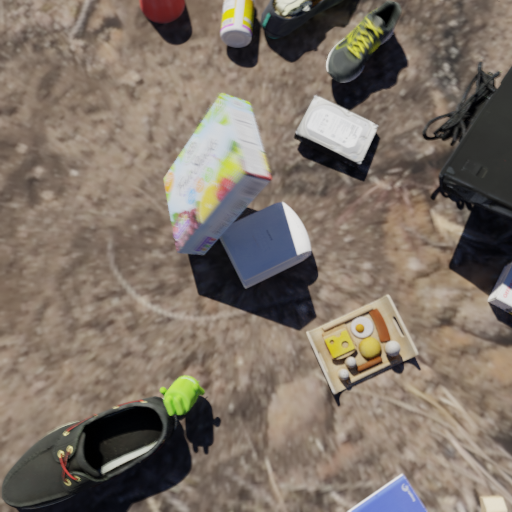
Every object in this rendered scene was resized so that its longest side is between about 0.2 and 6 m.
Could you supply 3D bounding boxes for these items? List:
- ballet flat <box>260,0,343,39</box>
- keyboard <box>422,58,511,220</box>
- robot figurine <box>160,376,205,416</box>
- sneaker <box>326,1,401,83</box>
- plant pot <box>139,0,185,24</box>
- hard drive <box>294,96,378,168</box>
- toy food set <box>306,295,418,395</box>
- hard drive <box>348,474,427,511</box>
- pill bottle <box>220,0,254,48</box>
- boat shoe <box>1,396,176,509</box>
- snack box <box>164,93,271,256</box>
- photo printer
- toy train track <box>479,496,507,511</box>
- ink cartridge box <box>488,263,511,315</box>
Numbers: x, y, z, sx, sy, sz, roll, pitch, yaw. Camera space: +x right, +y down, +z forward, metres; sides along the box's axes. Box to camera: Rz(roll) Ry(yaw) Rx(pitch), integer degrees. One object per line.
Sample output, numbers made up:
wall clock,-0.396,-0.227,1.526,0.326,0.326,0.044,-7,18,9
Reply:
ballet flat,1.143,-5.109,10.658,2.543,0.929,0.929,-39,80,-9
keyboard,4.609,-2.390,9.773,2.410,0.918,4.631,31,63,19
robot figurine,-1.160,2.188,8.804,0.680,0.775,0.449,-13,102,19
sneaker,1.961,-4.001,10.285,0.696,0.791,1.869,38,76,2
plant pot,-1.856,-5.061,10.684,0.901,0.797,0.901,0,77,1
hard drive,1.459,-2.267,10.219,1.310,0.248,0.915,27,72,1
toy food set,1.746,1.466,9.314,1.558,0.471,1.118,-23,78,-5
hard drive,2.011,4.234,8.819,1.367,0.173,0.902,-31,79,-7
pill bottle,-0.343,-4.617,10.685,0.588,0.588,1.128,5,77,1
boat shoe,-2.670,3.065,8.740,2.932,0.919,1.073,-25,80,-4
snack box,-0.703,-1.222,8.895,0.579,2.186,1.554,8,55,-33
photo printer,0.183,-0.228,9.658,1.396,0.485,1.161,-25,70,-6
toy train track,3.814,5.165,8.467,1.595,0.452,2.781,-3,77,-1
ink cartridge box,4.627,0.683,9.510,1.048,0.449,0.773,30,78,9
